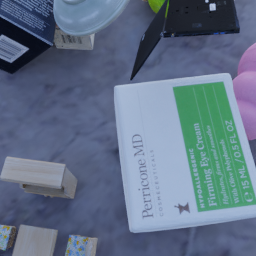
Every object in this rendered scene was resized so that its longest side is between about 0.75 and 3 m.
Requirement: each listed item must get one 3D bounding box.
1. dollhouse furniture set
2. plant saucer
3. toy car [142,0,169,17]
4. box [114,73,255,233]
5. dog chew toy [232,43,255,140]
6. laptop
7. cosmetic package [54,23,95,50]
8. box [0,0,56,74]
[{"bbox_3d":[-1.861,2.094,5.497,2.404,1.703,2.617,7,69,3],"label":"dollhouse furniture set"},{"bbox_3d":[-0.876,-3.030,5.944,2.156,0.541,2.156,-8,73,27],"label":"plant saucer"},{"bbox_3d":[1.760,-4.391,7.713,2.555,2.189,2.920,42,75,14],"label":"toy car"},{"bbox_3d":[0.934,0.660,5.594,2.167,2.530,2.517,-7,70,-1],"label":"box"},{"bbox_3d":[3.178,-0.853,6.746,1.652,1.652,2.653,33,81,12],"label":"dog chew toy"},{"bbox_3d":[0.771,-1.356,4.081,1.438,0.743,1.275,1,47,13],"label":"laptop"},{"bbox_3d":[-1.479,-3.404,8.006,1.107,0.934,2.142,1,69,1],"label":"cosmetic package"},{"bbox_3d":[-2.894,-3.139,7.130,2.031,1.465,2.736,-18,62,39],"label":"box"}]
